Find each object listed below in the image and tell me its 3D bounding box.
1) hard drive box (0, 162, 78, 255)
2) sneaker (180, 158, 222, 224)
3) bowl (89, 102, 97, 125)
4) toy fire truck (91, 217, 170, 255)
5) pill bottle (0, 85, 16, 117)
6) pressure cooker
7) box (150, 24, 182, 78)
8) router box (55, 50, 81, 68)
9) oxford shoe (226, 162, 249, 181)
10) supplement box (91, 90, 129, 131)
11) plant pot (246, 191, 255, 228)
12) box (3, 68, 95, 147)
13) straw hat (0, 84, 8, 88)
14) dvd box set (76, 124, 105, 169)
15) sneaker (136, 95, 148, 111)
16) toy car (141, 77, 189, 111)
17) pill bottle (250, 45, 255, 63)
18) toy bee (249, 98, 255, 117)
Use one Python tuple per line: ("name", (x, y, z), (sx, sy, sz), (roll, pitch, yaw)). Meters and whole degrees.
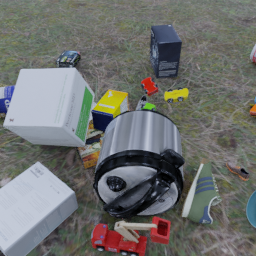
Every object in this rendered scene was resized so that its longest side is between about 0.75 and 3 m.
("hard drive box", (-3.025, 2.424, 8.398), (1.857, 0.915, 2.383), (31, 52, 29))
("sneaker", (2.511, 2.048, 8.965), (1.027, 0.767, 2.289), (21, 51, 17))
("bowl", (-1.765, -0.577, 11.917), (1.221, 0.456, 1.219), (-32, 52, -31))
("toy fire truck", (0.013, 2.878, 7.513), (2.106, 1.485, 0.513), (8, 43, 7))
("pill bottle", (-5.194, -1.110, 11.908), (2.104, 1.259, 1.259), (-10, 44, -8))
("pressure cooker", (0.319, 1.225, 8.436), (2.680, 2.638, 3.000), (1, 40, 6))
("box", (1.861, -3.928, 14.335), (1.170, 1.993, 1.960), (-5, 43, -6))
("router box", (-3.241, -3.730, 15.282), (0.966, 0.401, 1.289), (9, 44, 9))
("oxford shoe", (3.884, 1.445, 9.866), (0.324, 0.331, 0.909), (-30, 51, -28))
("supplement box", (-0.684, -0.696, 11.180), (0.894, 0.889, 1.633), (13, 42, 18))
("plant pot", (4.348, 2.482, 8.249), (0.905, 1.344, 1.344), (29, 41, -17))
("box", (-2.618, -0.680, 9.763), (2.220, 1.901, 2.209), (2, 68, 17))
("straw hat", (-5.936, -1.686, 12.881), (1.599, 1.599, 0.677), (16, 88, 17))
("dvd box set", (-0.763, 0.439, 10.889), (2.553, 0.375, 1.868), (-16, 46, -16))
("sneaker", (0.572, -0.962, 12.257), (0.488, 0.535, 1.306), (7, 44, 7))
("toy car", (1.082, -0.980, 11.541), (2.355, 0.525, 2.216), (24, 67, 37))
("pill bottle", (7.767, -3.669, 14.579), (1.281, 1.281, 2.357), (-32, 53, -29))
("toy bee", (6.058, -1.031, 12.122), (1.889, 1.027, 1.237), (-41, 32, 3))
